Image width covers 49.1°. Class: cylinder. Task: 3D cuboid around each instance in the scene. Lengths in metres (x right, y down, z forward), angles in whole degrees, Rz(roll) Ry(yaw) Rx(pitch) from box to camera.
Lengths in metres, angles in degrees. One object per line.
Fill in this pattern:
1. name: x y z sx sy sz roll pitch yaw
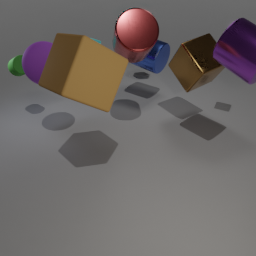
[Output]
1. cylinder: 0.959 -3.334 12.602 1.400 1.400 1.400 28 41 23
2. cylinder: 3.460 -2.217 8.129 1.400 1.400 1.400 -27 61 -36
3. cylinder: -4.081 -2.341 10.562 0.700 0.700 0.700 -25 16 -34
4. cylinder: 0.217 -3.031 9.351 1.400 1.400 1.400 -4 -1 -6

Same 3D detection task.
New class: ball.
1. ball: -2.693 -2.082 9.075 1.400 1.400 1.400 0 32 0

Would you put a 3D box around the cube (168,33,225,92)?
1. cube: 2.658 -2.458 10.658 1.400 1.400 1.400 -25 76 -22

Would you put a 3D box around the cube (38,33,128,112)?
1. cube: -1.116 -1.370 6.939 1.400 1.400 1.400 18 5 -43

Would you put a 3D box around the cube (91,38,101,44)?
1. cube: -1.711 -3.578 12.387 0.700 0.700 0.700 16 12 35
